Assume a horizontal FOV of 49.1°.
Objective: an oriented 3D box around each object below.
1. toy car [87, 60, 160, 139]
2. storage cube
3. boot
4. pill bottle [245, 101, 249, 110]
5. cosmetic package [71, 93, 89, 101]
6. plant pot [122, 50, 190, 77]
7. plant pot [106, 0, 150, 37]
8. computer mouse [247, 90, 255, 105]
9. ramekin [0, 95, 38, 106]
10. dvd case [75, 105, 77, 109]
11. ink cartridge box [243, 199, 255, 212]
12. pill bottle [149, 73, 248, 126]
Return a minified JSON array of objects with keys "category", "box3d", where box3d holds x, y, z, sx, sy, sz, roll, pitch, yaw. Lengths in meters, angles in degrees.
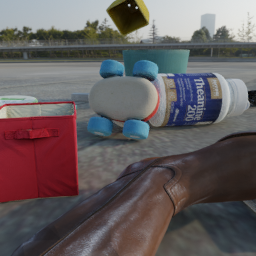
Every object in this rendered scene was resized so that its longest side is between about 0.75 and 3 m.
[{"category":"toy car","box3d":[0.086,-0.554,7.783,1.836,1.914,2.076,5,-13,19]},{"category":"storage cube","box3d":[-1.418,0.297,4.508,1.206,1.269,1.411,-3,14,-11]},{"category":"boot","box3d":[0.477,0.823,2.691,2.558,0.881,2.744,-17,1,31]},{"category":"pill bottle","box3d":[4.450,-0.970,10.915,0.463,0.463,0.810,5,15,17]},{"category":"cosmetic package","box3d":[-2.166,-1.433,12.931,0.818,0.369,0.437,5,16,7]},{"category":"plant pot","box3d":[1.159,-2.214,12.126,2.812,2.257,2.812,1,15,0]},{"category":"plant pot","box3d":[0.099,-3.888,9.177,1.055,1.048,1.079,-14,42,32]},{"category":"computer mouse","box3d":[4.924,-1.166,11.512,1.383,0.453,1.970,-1,-3,42]},{"category":"ramekin","box3d":[-3.294,-0.386,7.846,1.698,0.830,1.698,1,17,0]},{"category":"dvd case","box3d":[-2.834,-0.772,10.781,1.427,0.157,1.042,4,15,18]},{"category":"ink cartridge box","box3d":[2.417,0.998,3.659,1.425,0.357,1.156,-5,16,-9]},{"category":"pill bottle","box3d":[2.017,-0.866,8.383,2.769,1.536,1.536,-3,15,-10]}]
